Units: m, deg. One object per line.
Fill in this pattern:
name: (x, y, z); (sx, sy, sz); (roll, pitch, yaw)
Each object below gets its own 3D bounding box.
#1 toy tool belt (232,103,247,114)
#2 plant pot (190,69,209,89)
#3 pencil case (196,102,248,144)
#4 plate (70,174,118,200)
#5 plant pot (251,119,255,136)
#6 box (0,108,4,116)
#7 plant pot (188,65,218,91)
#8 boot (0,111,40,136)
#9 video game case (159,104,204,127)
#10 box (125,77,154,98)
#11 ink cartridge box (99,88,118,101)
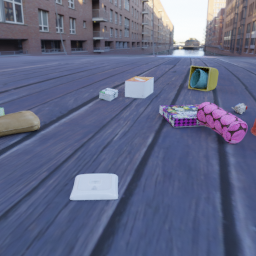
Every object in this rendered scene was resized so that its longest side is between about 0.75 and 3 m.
toy tool belt: (5.204, -0.954, 13.080); (0.490, 0.498, 0.797); (25, 29, 35)
plant pot: (4.804, -3.120, 18.214); (0.976, 1.216, 1.216); (12, 15, -16)
pencil case: (3.261, -0.173, 9.935); (0.925, 0.955, 2.038); (12, 19, -21)
plate: (-0.782, 1.358, 6.716); (1.085, 0.176, 1.088); (0, 19, -2)
plant pot: (5.578, -0.671, 10.012); (1.957, 1.903, 1.957); (0, 19, 0)
box: (-6.634, -0.470, 11.803); (1.610, 0.405, 2.231); (6, 21, 16)
plant pot: (5.147, -3.306, 18.611); (1.569, 1.523, 1.533); (-9, 20, -41)
boot: (-4.989, -0.184, 10.345); (2.620, 0.866, 2.295); (-19, 39, -42)
video game case: (2.761, -0.570, 12.020); (2.369, 0.424, 2.147); (-3, 18, -8)
box: (0.708, -2.469, 16.801); (1.218, 0.954, 1.958); (6, 20, 18)
ink cartridge box: (-1.086, -1.901, 15.787); (0.708, 0.401, 0.965); (15, 26, 18)
